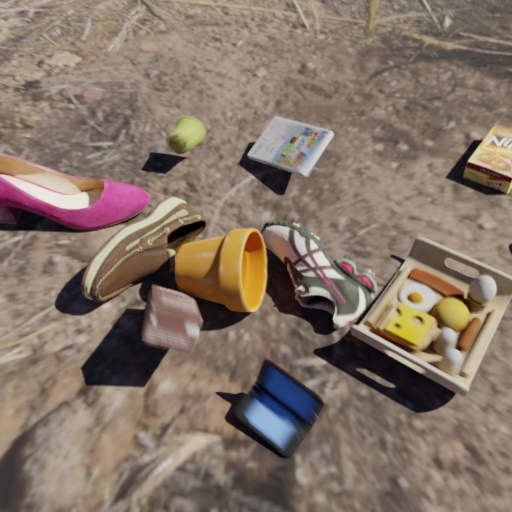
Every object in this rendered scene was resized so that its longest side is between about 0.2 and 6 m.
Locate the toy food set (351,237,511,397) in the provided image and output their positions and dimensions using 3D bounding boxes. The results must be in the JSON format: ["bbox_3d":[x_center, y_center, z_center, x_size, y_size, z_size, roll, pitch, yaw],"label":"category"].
[{"bbox_3d":[2.664,0.757,8.225,1.709,0.720,2.382,28,48,22],"label":"toy food set"}]

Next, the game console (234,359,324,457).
[{"bbox_3d":[0.269,1.947,7.156,0.939,0.557,0.809,34,72,20],"label":"game console"}]

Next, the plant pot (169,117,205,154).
[{"bbox_3d":[-1.376,-2.265,10.745,0.634,0.634,0.583,13,39,12],"label":"plant pot"}]

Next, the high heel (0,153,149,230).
[{"bbox_3d":[-3.430,-1.280,9.679,3.017,1.447,1.016,2,48,2],"label":"high heel"}]

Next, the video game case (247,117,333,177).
[{"bbox_3d":[0.635,-2.113,10.726,1.430,0.129,1.024,25,75,37],"label":"video game case"}]

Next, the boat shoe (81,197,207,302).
[{"bbox_3d":[-1.685,-0.080,8.977,0.905,0.903,2.446,28,53,18],"label":"boat shoe"}]

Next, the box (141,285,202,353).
[{"bbox_3d":[-1.187,0.847,7.781,0.691,0.517,1.381,17,4,-12],"label":"box"}]

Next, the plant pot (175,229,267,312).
[{"bbox_3d":[-0.561,0.214,8.560,1.146,1.252,1.252,0,46,18],"label":"plant pot"}]

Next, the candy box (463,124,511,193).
[{"bbox_3d":[4.798,-1.929,10.963,0.892,0.428,1.546,27,54,24],"label":"candy box"}]

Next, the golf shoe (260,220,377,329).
[{"bbox_3d":[0.793,0.212,8.729,2.176,0.840,0.958,33,72,27],"label":"golf shoe"}]
